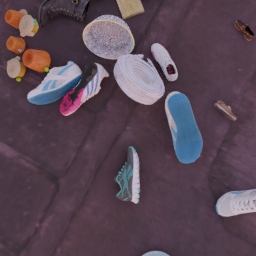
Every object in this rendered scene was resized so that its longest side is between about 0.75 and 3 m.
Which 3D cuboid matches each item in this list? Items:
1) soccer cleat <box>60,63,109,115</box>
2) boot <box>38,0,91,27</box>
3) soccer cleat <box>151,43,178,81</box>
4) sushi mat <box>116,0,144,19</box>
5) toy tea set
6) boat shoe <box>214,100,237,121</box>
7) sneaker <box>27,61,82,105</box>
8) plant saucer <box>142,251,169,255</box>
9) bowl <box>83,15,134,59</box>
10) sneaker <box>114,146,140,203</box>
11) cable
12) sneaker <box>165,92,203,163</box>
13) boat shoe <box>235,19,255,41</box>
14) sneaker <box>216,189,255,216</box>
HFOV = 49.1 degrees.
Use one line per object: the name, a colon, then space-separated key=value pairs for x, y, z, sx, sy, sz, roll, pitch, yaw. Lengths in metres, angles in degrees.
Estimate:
soccer cleat: x=-1.644 y=-1.371 z=10.833 sx=2.417 sy=1.044 sz=0.844 roll=-50 pitch=55 yaw=15
boot: x=-2.538 y=-4.704 z=11.290 sx=1.698 sy=0.675 sz=1.951 roll=23 pitch=81 yaw=3
soccer cleat: x=1.481 y=-2.673 z=11.010 sx=0.602 sy=0.744 sz=1.724 roll=-29 pitch=83 yaw=-3
sushi mat: x=-0.080 y=-5.580 z=11.669 sx=0.962 sy=0.122 sz=2.010 roll=-19 pitch=83 yaw=-1
toy tea set: x=-3.935 y=-3.368 z=11.149 sx=1.750 sy=1.089 sz=2.943 roll=-8 pitch=86 yaw=29
boat shoe: x=3.873 y=-0.704 z=10.966 sx=1.024 sy=0.388 sz=0.368 roll=42 pitch=83 yaw=3
sneaker: x=-2.876 y=-1.719 z=10.909 sx=2.314 sy=0.885 sz=0.935 roll=-30 pitch=72 yaw=-8
plant saucer: x=1.011 y=5.333 z=10.267 sx=1.669 sy=0.321 sz=1.669 roll=0 pitch=83 yaw=-1
bowl: x=-0.681 y=-3.652 z=10.745 sx=1.957 sy=1.957 sz=0.918 roll=7 pitch=61 yaw=1
sneaker: x=-0.049 y=1.749 z=10.486 sx=0.962 sy=0.819 sz=2.110 roll=-1 pitch=82 yaw=4
cable: x=0.399 y=-1.811 z=10.288 sx=0.727 sy=2.101 sz=2.100 roll=-44 pitch=66 yaw=35
sneaker: x=2.087 y=-0.024 z=10.558 sx=1.067 sy=1.126 sz=2.788 roll=-12 pitch=104 yaw=5
boat shoe: x=4.764 y=-4.052 z=11.370 sx=0.368 sy=0.368 sz=1.047 roll=-38 pitch=83 yaw=-2
sneaker: x=4.331 y=2.722 z=10.295 sx=2.201 sy=0.889 sz=0.842 roll=-15 pitch=85 yaw=-1
